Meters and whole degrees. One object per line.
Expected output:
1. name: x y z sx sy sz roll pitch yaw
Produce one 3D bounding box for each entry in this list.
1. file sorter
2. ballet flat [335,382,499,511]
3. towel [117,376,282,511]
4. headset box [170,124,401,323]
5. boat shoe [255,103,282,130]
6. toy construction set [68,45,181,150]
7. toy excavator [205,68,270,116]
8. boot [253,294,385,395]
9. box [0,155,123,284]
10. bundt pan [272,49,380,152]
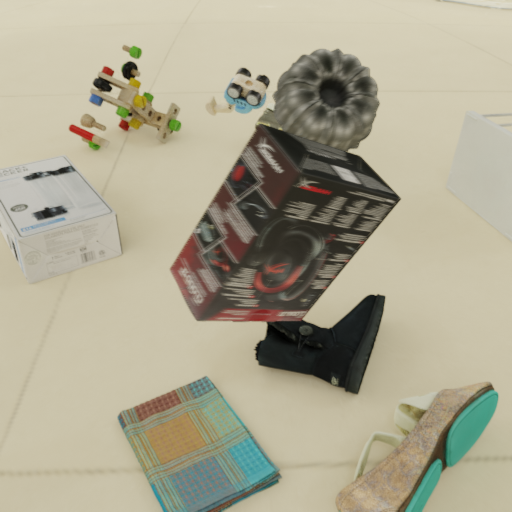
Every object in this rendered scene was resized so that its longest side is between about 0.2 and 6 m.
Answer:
1. file sorter: 5.886 -1.822 12.324 1.747 1.947 2.805 -6 34 -14
2. ballet flat: 2.010 2.333 7.003 0.978 0.990 2.910 22 38 38
3. towel: -0.815 2.491 7.399 1.482 0.219 2.021 -18 38 -26
4. headset box: 0.229 -0.144 6.140 1.652 2.223 0.834 5 40 -42
5. boat shoe: 1.080 -3.153 15.242 0.832 0.995 2.785 -49 60 2
6. toy construction set: -3.420 -3.868 15.572 2.181 2.367 2.839 27 61 16
7. toy excavator: -0.463 -3.489 12.528 1.336 1.374 0.686 22 60 3
8. boot: 1.042 1.136 8.886 1.714 0.779 2.040 16 43 16
9. box: -4.358 -0.914 11.751 1.945 1.002 3.334 -19 38 -26
10. bundt pan: 1.503 -3.200 11.366 2.250 2.250 0.845 -7 -7 -10
